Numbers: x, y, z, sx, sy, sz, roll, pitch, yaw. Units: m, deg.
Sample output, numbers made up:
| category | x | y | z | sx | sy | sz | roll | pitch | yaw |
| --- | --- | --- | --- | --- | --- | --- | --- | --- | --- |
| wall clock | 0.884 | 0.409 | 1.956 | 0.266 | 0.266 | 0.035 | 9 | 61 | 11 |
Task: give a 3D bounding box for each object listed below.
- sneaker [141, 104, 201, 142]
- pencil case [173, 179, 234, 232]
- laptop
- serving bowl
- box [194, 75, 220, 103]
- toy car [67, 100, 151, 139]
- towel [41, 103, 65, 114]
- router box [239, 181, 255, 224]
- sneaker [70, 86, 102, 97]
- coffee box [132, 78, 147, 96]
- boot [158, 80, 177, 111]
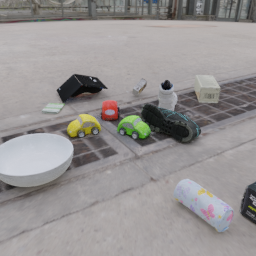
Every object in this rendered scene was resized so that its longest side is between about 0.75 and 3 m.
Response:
| category | x | y | z | sx | sy | sz | roll | pitch | yaw |
| --- | --- | --- | --- | --- | --- | --- | --- | --- | --- |
| sneaker | 1.538 | -0.200 | 10.354 | 2.499 | 0.942 | 0.991 | 32 | 29 | 35 |
| pencil case | 1.712 | 1.761 | 6.485 | 0.590 | 0.644 | 1.420 | -3 | 22 | -40 |
| laptop | -2.272 | -1.902 | 13.699 | 2.013 | 1.040 | 1.784 | 4 | 25 | -27 |
| serving bowl | -2.657 | 0.973 | 7.977 | 2.232 | 0.734 | 2.232 | 0 | 28 | 0 |
| box | 3.835 | -1.949 | 13.719 | 0.943 | 0.772 | 1.986 | 3 | 27 | 6 |
| toy car | -0.445 | -0.296 | 10.559 | 2.821 | 0.669 | 2.998 | 15 | 31 | 27 |
| towel | -3.271 | -0.856 | 12.310 | 0.748 | 0.154 | 1.002 | 5 | 25 | 5 |
| router box | 4.240 | 1.911 | 5.957 | 2.109 | 0.874 | 2.815 | -17 | 31 | -30 |
| sneaker | -2.283 | -2.084 | 14.164 | 1.846 | 0.616 | 0.990 | -17 | 34 | -25 |
| coffee box | 0.575 | -1.990 | 13.745 | 0.318 | 0.456 | 0.797 | 34 | 64 | 13 |
| boot | 1.811 | -1.613 | 12.588 | 0.918 | 1.193 | 2.495 | 3 | 27 | 6 |
